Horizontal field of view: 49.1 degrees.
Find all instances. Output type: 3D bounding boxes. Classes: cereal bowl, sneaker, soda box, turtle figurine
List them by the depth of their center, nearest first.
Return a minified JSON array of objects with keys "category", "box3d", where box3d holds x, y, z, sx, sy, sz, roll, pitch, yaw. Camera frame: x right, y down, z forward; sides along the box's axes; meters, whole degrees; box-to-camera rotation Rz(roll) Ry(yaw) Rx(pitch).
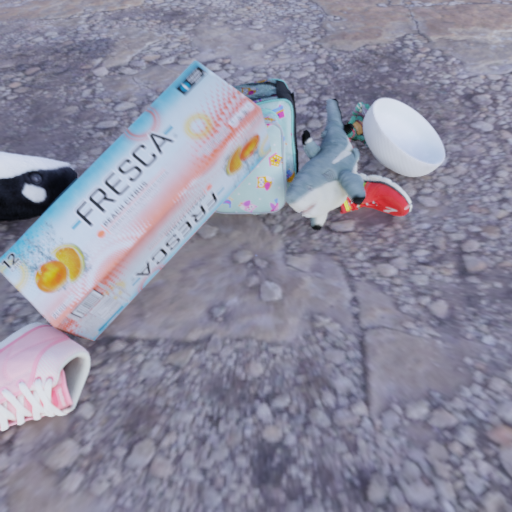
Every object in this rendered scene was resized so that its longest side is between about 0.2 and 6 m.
[{"category":"sneaker","box3d":[-3.382,1.948,7.642,1.349,0.971,2.580,17,39,26]},{"category":"soda box","box3d":[-1.796,-0.832,8.904,1.526,1.419,4.463,40,82,17]},{"category":"sneaker","box3d":[2.140,-1.174,11.583,2.177,0.838,0.925,24,61,33]},{"category":"cereal bowl","box3d":[3.215,-2.549,12.667,2.027,0.844,2.027,18,48,-21]},{"category":"turtle figurine","box3d":[2.537,-3.142,13.605,0.769,1.143,1.527,-6,23,32]}]

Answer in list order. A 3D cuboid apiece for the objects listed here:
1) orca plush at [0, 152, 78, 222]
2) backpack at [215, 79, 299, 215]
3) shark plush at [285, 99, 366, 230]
[{"category":"orca plush","box3d":[-5.868,-1.053,10.602,4.630,2.436,1.646,6,75,-17]},{"category":"backpack","box3d":[-0.580,-2.062,11.202,2.771,2.436,2.124,-1,38,7]},{"category":"shark plush","box3d":[1.422,-2.019,10.921,1.307,1.426,3.138,29,67,-22]}]
